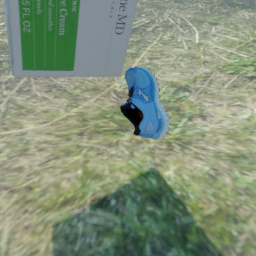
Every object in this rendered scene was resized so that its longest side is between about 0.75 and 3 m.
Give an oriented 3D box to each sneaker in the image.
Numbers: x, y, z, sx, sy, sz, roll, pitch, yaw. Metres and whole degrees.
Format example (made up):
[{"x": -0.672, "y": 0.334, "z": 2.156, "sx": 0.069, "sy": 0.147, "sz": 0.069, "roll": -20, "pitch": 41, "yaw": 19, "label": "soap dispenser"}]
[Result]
[{"x": 0.167, "y": -0.449, "z": 4.441, "sx": 0.629, "sy": 0.548, "sz": 1.399, "roll": -2, "pitch": 54, "yaw": -24, "label": "sneaker"}]

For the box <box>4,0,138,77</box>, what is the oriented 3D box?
[{"x": -1.362, "y": -2.996, "z": 6.031, "sx": 2.457, "sy": 2.855, "sz": 2.869, "roll": -5, "pitch": 47, "yaw": -21, "label": "box"}]
